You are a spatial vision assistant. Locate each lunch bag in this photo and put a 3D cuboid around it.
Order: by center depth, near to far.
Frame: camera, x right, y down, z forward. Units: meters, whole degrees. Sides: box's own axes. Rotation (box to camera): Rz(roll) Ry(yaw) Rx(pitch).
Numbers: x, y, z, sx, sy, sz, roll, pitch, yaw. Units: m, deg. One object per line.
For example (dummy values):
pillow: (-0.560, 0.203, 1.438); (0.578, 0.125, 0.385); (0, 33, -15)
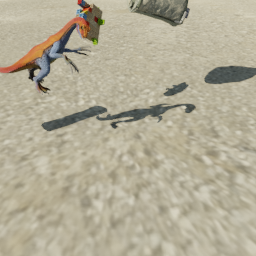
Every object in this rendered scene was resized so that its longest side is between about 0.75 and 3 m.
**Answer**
lunch bag: (0.948, -4.242, 8.866); (1.995, 1.674, 1.390); (5, -4, -28)

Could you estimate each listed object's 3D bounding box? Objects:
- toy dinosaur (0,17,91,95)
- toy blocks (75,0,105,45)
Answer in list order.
toy dinosaur: (-1.864, -1.866, 6.853); (2.249, 2.041, 1.181); (11, 30, -31)
toy blocks: (-1.163, -3.114, 8.054); (0.603, 1.207, 0.825); (3, -8, 34)
